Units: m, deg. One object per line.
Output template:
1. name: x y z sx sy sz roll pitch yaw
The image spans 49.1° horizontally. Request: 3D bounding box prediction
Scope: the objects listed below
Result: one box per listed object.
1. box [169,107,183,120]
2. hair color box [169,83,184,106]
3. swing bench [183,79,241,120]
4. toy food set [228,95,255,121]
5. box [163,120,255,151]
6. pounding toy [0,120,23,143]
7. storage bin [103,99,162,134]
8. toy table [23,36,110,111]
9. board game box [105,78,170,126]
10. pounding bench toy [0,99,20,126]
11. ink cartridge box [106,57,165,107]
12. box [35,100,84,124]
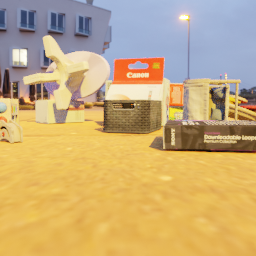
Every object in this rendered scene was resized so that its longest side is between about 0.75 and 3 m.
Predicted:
1. box: 2.323 -0.553 11.691 1.684 0.694 2.870 0 6 -3
2. hair color box: 1.113 -1.338 11.217 2.894 0.886 1.469 4 5 8
3. swing bench: 2.447 -0.699 8.406 1.478 1.470 0.959 -2 5 -17
4. toy food set: 4.159 -0.864 11.430 2.761 0.672 2.733 19 3 0
5. box: 1.874 0.098 4.926 2.468 0.445 1.764 2 4 10
6. pounding toy: -2.414 0.089 5.392 0.791 0.453 0.454 27 20 35
7. storage bin: 0.184 -0.358 7.875 1.264 0.876 1.869 1 4 19
8. toy table: -2.360 -2.056 10.741 2.906 2.671 1.702 -22 -1 21
9. board game box: 0.318 -0.904 10.002 2.214 1.633 0.712 2 2 22
10. pounding bench toy: -4.078 -0.401 8.204 1.463 0.909 1.141 -1 5 -8
11. ink cartridge box: 0.216 -1.217 9.229 1.875 2.312 0.580 3 1 21
12. box: -2.792 -0.683 11.547 1.702 0.927 1.088 -4 6 -44
